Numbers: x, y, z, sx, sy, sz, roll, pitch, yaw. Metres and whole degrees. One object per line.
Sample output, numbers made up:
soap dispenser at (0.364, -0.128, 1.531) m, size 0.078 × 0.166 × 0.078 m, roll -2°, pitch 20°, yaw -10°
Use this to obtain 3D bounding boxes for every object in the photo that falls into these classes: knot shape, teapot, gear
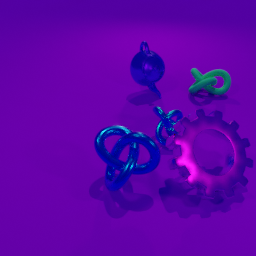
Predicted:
knot shape at (0.012, 0.542, 5.621) m, size 1.309 × 0.646 × 1.398 m, roll -11°, pitch 73°, yaw 23°
teapot at (0.690, -1.814, 8.822) m, size 1.146 × 1.843 × 0.902 m, roll -25°, pitch 23°, yaw -20°
knot shape at (1.080, -0.100, 7.122) m, size 0.506 × 1.094 × 1.024 m, roll -25°, pitch -6°, yaw 41°
gear at (1.695, 0.524, 5.784) m, size 1.836 × 0.340 × 1.836 m, roll 6°, pitch 71°, yaw -16°
knot shape at (2.496, -1.469, 9.047) m, size 1.379 × 0.637 × 1.290 m, roll 26°, pitch 43°, yaw 36°
